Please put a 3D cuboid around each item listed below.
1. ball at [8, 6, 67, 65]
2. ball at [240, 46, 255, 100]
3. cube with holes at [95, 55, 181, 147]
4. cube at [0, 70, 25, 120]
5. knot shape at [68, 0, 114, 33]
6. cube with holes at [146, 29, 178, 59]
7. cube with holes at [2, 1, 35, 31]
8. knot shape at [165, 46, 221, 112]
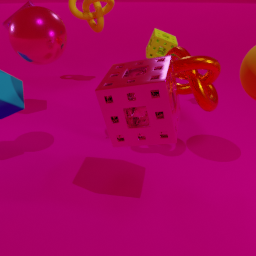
[{"bbox_3d":[-1.779,-1.828,5.588,1.117,1.117,1.117,0,27,0],"label":"ball"},{"bbox_3d":[3.077,-1.170,5.856,1.375,1.375,1.375,0,27,0],"label":"ball"},{"bbox_3d":[0.251,-0.463,4.830,1.099,1.099,1.099,-5,32,18],"label":"cube with holes"},{"bbox_3d":[-2.834,-0.723,6.147,0.742,0.742,0.742,-20,-22,20],"label":"cube"},{"bbox_3d":[-1.538,-4.796,11.137,1.659,1.773,0.819,26,49,-11],"label":"knot shape"},{"bbox_3d":[1.147,-2.810,9.710,0.801,0.801,0.801,18,35,-10],"label":"cube with holes"},{"bbox_3d":[-2.845,-2.936,8.066,0.958,0.958,0.958,-38,29,3],"label":"cube with holes"},{"bbox_3d":[1.331,-1.188,6.325,0.792,1.714,1.603,-48,47,-3],"label":"knot shape"}]
